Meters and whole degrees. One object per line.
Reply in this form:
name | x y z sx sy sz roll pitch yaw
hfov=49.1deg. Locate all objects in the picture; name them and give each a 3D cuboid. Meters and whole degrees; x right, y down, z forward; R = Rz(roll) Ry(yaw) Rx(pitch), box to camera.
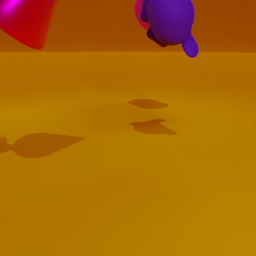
cylinder | 1.077 -3.890 8.867 1.316 1.316 1.316 -9 2 -27
cone | -1.436 -2.463 4.474 1.681 1.675 1.675 -39 10 14
monkey head | 1.028 -2.494 6.093 1.402 1.949 1.174 -33 21 -24
